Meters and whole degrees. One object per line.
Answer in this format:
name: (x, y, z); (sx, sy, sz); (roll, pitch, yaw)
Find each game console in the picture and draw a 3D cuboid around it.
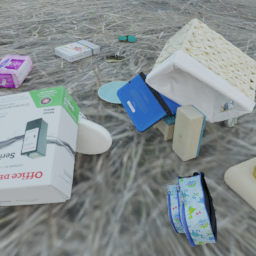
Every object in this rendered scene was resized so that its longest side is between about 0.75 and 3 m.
game console: (0.733, -0.710, 8.032); (1.453, 1.007, 1.702); (-36, 54, 10)

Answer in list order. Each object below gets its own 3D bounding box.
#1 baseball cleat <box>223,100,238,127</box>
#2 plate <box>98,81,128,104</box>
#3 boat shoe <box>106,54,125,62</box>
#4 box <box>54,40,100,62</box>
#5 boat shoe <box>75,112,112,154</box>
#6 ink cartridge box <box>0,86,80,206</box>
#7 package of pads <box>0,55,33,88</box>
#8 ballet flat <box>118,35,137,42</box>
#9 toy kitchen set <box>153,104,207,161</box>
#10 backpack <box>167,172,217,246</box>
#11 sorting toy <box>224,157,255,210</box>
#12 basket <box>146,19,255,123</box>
baseball cleat: (3.051, -0.479, 8.618); (0.820, 0.537, 1.540); (16, 30, 30)
plate: (-0.277, -1.207, 9.778); (1.530, 0.195, 1.530); (-1, 37, 1)
boat shoe: (-0.535, -3.054, 12.171); (0.883, 0.286, 0.323); (-11, 38, -15)
box: (-2.299, -3.539, 12.787); (1.648, 0.339, 1.285); (-30, 46, -32)
boat shoe: (-1.673, -0.072, 7.704); (2.920, 1.051, 1.000); (7, 36, 24)
ink cartridge box: (-2.085, 0.385, 6.113); (1.696, 0.977, 2.324); (-8, 58, 10)
package of pads: (-4.414, -2.194, 10.701); (1.050, 0.660, 1.743); (1, 37, 1)
ballet flat: (-0.004, -4.520, 14.147); (1.016, 0.345, 0.383); (8, 16, 13)
toy kitchen set: (1.745, -0.507, 7.860); (1.828, 1.344, 2.281); (-16, 40, -20)
backpack: (1.226, 1.603, 5.348); (0.851, 1.060, 1.158); (-17, 36, 14)
sorting toy: (3.941, 1.285, 6.188); (2.658, 0.485, 2.460); (-18, 41, -23)
basket: (1.924, -1.380, 7.122); (2.364, 1.602, 1.458); (28, 72, -16)
